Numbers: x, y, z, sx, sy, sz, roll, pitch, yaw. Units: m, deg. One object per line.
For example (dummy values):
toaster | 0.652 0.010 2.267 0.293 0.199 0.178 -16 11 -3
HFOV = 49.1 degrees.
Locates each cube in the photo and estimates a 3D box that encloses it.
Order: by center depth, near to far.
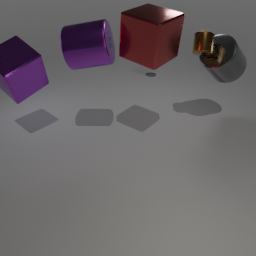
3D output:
cube | 0.705 -2.848 8.646 1.400 1.400 1.400 28 45 27
cube | -3.799 -1.988 9.591 1.400 1.400 1.400 39 64 20

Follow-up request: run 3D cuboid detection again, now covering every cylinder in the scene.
cylinder | -1.248 -2.654 8.998 1.400 1.400 1.400 -6 30 10
cylinder | 2.688 -3.002 9.989 0.700 0.700 0.700 6 1 0
cylinder | 3.641 -2.619 10.713 1.400 1.400 1.400 30 4 39
